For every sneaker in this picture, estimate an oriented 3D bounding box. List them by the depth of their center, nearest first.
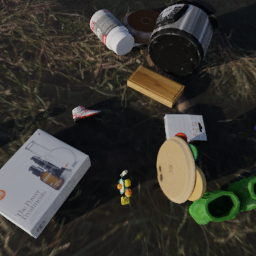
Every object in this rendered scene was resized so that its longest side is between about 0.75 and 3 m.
[{"bbox_3d":[-1.529,-0.608,10.503,1.104,0.369,0.592,-17,62,-7],"label":"sneaker"}]

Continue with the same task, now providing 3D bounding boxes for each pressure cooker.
[{"bbox_3d":[2.186,-3.762,11.383,2.310,2.346,2.627,25,62,2],"label":"pressure cooker"}]

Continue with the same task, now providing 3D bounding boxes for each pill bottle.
[{"bbox_3d":[-0.691,-4.172,12.284,1.147,1.147,2.013,-30,62,-17],"label":"pill bottle"}]

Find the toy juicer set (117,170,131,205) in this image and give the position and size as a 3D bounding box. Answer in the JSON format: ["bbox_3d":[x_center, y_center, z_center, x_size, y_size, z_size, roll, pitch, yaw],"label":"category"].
[{"bbox_3d":[-0.150,1.735,8.676,0.304,0.711,1.117,1,48,-17],"label":"toy juicer set"}]

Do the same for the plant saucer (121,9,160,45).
[{"bbox_3d":[0.841,-4.857,13.082,2.445,0.447,2.445,1,56,-1],"label":"plant saucer"}]

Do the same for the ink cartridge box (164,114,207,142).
[{"bbox_3d":[2.063,0.040,10.162,1.382,0.327,1.106,1,57,-5],"label":"ink cartridge box"}]

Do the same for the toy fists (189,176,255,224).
[{"bbox_3d":[3.129,2.108,8.229,2.712,1.382,0.933,-18,81,-11],"label":"toy fists"}]

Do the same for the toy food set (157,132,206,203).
[{"bbox_3d":[1.497,1.206,8.434,0.501,2.059,2.038,0,70,-22],"label":"toy food set"}]

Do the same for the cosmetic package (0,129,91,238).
[{"bbox_3d":[-2.856,1.609,8.850,2.119,0.726,2.811,24,58,18],"label":"cosmetic package"}]

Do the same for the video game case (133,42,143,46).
[{"bbox_3d":[0.425,-4.121,12.867,0.942,0.112,0.857,-15,59,-9],"label":"video game case"}]

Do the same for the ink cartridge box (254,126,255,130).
[{"bbox_3d":[5.837,-0.293,10.226,2.255,0.499,1.060,-31,64,-18],"label":"ink cartridge box"}]

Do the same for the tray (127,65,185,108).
[{"bbox_3d":[1.103,-1.703,11.196,2.056,0.381,1.014,29,62,18],"label":"tray"}]
